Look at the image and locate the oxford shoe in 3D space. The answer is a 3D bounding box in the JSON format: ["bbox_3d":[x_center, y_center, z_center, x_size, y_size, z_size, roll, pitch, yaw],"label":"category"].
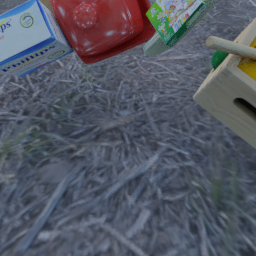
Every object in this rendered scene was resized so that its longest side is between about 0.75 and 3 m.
[{"bbox_3d":[1.299,-2.887,7.613,0.883,2.348,0.678,3,50,-58],"label":"oxford shoe"}]

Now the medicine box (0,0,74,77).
[{"bbox_3d":[-2.731,-2.307,7.571,1.895,1.071,2.080,-24,5,6],"label":"medicine box"}]

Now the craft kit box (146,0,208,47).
[{"bbox_3d":[1.058,-2.683,6.386,0.284,1.172,1.158,8,47,-41],"label":"craft kit box"}]

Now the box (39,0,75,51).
[{"bbox_3d":[-1.895,-4.118,9.330,2.084,2.549,0.271,26,26,-36],"label":"box"}]

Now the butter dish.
[{"bbox_3d":[-0.905,-3.122,7.554,2.726,2.733,2.020,-17,24,21],"label":"butter dish"}]

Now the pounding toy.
[{"bbox_3d":[2.216,-0.909,4.777,2.142,1.523,1.972,38,62,1],"label":"pounding toy"}]
